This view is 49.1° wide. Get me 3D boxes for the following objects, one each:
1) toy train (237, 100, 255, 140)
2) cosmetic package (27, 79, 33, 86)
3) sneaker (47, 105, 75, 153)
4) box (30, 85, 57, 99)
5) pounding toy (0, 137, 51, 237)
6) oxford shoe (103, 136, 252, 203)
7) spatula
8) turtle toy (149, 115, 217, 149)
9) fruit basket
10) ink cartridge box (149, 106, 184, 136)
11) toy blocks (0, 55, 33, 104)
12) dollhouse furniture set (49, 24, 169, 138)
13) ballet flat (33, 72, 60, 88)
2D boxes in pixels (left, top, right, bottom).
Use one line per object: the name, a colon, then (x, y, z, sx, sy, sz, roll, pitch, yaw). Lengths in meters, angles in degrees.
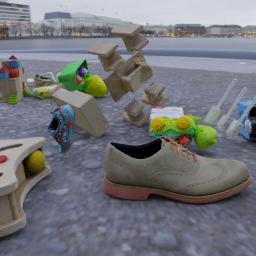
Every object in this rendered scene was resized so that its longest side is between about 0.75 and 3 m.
toy train: (4.539, -0.313, 7.747, 2.868, 1.243, 1.638, -8, 17, 2)
cosmetic package: (-5.656, -2.581, 15.847, 1.104, 0.285, 0.833, 0, 18, -1)
sneaker: (-1.629, 0.055, 6.512, 0.603, 1.262, 0.501, -15, 36, -40)
box: (-3.671, -1.708, 13.236, 1.648, 0.399, 0.967, -14, 24, -40)
pounding toy: (-2.304, 0.666, 4.646, 1.599, 1.604, 2.796, 2, 19, 17)
oxford shoe: (0.955, 0.718, 5.300, 2.869, 1.073, 1.011, -1, 19, -4)
spatula: (2.717, -0.488, 7.233, 0.939, 1.350, 0.108, 36, 22, 18)
turtle toy: (1.383, 0.113, 7.184, 1.728, 0.873, 1.259, -2, 3, 20)
fruit basket: (-1.924, -2.166, 12.849, 2.190, 1.580, 2.190, -5, 31, 3)
ink cartridge box: (1.197, -0.215, 8.679, 1.006, 0.584, 1.394, 3, 19, 7)
toy blocks: (-5.173, -2.287, 12.681, 1.338, 1.831, 2.679, -2, 20, -6)
dollhouse furniture set: (-0.631, -1.331, 8.948, 2.989, 2.746, 1.945, -43, 39, -19)
ballet flat: (-3.808, -2.438, 14.560, 2.600, 0.874, 0.885, 5, 20, 12)
